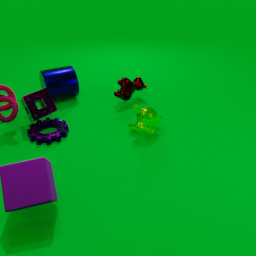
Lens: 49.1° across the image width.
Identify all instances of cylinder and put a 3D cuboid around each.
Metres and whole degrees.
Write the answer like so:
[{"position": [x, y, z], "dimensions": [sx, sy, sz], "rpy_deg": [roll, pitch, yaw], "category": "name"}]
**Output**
[{"position": [-2.511, -1.617, 10.226], "dimensions": [1.154, 1.154, 1.154], "rpy_deg": [-16, 37, -23], "category": "cylinder"}]

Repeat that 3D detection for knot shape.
[{"position": [-3.649, -0.644, 8.143], "dimensions": [1.083, 0.535, 1.158], "rpy_deg": [41, 57, 9], "category": "knot shape"}]

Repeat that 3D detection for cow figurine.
[{"position": [0.120, -1.397, 10.105], "dimensions": [1.098, 0.612, 1.116], "rpy_deg": [26, 68, -26], "category": "cow figurine"}]

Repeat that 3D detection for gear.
[{"position": [-2.420, 0.080, 8.519], "dimensions": [1.200, 0.222, 1.200], "rpy_deg": [0, 33, 0], "category": "gear"}]

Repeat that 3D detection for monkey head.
[{"position": [0.463, -0.257, 8.411], "dimensions": [0.945, 0.792, 1.314], "rpy_deg": [5, -9, 42], "category": "monkey head"}]

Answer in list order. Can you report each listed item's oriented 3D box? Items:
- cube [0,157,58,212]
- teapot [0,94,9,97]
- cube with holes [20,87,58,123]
[{"position": [-2.000, 1.161, 5.733], "dimensions": [0.879, 0.879, 0.879], "rpy_deg": [-12, 78, -10], "category": "cube"}, {"position": [-4.638, -0.867, 9.228], "dimensions": [1.683, 1.047, 0.824], "rpy_deg": [-15, -11, 24], "category": "teapot"}, {"position": [-2.765, -0.699, 8.672], "dimensions": [0.769, 0.769, 0.769], "rpy_deg": [-27, 7, -25], "category": "cube with holes"}]
